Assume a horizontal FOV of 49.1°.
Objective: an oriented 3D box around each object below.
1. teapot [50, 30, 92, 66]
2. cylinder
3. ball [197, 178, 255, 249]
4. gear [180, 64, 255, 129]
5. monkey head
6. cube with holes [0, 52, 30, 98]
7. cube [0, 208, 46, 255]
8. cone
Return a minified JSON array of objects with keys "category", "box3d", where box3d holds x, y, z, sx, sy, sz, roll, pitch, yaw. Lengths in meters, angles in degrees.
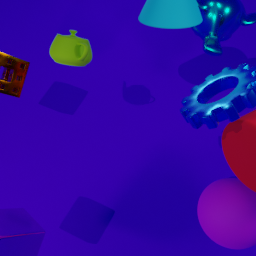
[{"category":"teapot","box3d":[-1.143,-1.616,5.600,0.839,0.660,1.349,-5,24,-37]},{"category":"cylinder","box3d":[2.317,0.226,4.278,1.228,1.228,1.228,-24,67,-17]},{"category":"ball","box3d":[1.889,1.524,5.062,1.232,1.232,1.232,0,65,0]},{"category":"gear","box3d":[1.193,-0.418,3.614,1.071,1.071,0.198,-46,113,-18]},{"category":"monkey head","box3d":[2.147,-2.509,6.642,1.970,1.187,1.417,14,53,-11]},{"category":"cube with holes","box3d":[-2.976,-1.296,6.559,0.871,0.871,0.871,22,95,49]},{"category":"cube","box3d":[-2.111,1.978,4.810,0.860,0.860,0.860,24,95,40]},{"category":"cone","box3d":[0.875,-2.818,5.479,1.329,1.334,1.329,0,36,0]}]
